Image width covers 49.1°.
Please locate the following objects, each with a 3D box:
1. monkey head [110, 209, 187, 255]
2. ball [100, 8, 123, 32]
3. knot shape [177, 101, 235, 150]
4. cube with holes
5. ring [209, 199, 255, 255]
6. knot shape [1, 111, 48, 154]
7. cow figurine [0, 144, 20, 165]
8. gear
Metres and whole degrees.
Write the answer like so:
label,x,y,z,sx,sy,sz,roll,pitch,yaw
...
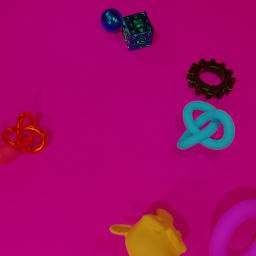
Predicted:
label,x,y,z,sx,sy,sz,roll,pitch,yaw
monkey head,0.588,2.507,6.322,1.906,1.371,1.148,40,101,1
ball,-0.506,-3.329,8.630,0.706,0.706,0.706,0,70,0
knot shape,1.995,-0.004,7.060,1.421,0.702,1.518,14,69,44
cube with holes,0.279,-2.900,8.437,0.733,0.733,0.733,-17,72,-7
ring,2.558,2.412,6.158,1.814,0.363,1.814,-7,108,-23
knot shape,-2.672,0.078,7.347,1.132,0.523,1.059,17,62,-32
cow figurine,-3.218,0.657,6.986,0.889,0.875,0.488,-35,80,-10
gear,2.376,-1.428,8.049,1.333,0.247,1.333,1,60,-1
